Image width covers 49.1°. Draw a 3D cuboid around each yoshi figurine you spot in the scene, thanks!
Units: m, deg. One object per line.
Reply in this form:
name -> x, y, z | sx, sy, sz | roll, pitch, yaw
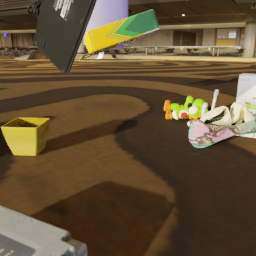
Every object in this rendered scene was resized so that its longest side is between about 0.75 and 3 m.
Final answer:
yoshi figurine -> 1.910, -0.634, 9.019 | 1.377, 0.771, 0.774 | 4, 1, 23

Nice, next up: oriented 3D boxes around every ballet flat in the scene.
ballet flat -> 2.542, -0.165, 7.082 | 2.389, 0.850, 0.826 | -13, 21, -25

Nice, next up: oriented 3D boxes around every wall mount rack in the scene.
wall mount rack -> 3.136, -0.447, 8.098 | 2.612, 0.974, 2.269 | 9, 19, 24

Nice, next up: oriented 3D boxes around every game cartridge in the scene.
game cartridge -> -1.751, 1.566, 2.372 | 1.690, 0.527, 2.537 | 4, 17, 28

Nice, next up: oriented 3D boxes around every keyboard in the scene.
keyboard -> -0.820, -1.819, 3.871 | 1.102, 2.117, 0.419 | 47, 48, 7

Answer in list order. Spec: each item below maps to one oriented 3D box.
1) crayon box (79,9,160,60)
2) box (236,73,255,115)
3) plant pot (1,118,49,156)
crayon box -> -0.528, -3.401, 10.379 | 2.929, 0.755, 1.841 | -23, 13, -9
box -> 4.597, -1.116, 9.562 | 1.582, 1.396, 0.765 | 10, 20, 33
plant pot -> -2.283, 0.207, 6.394 | 0.802, 0.707, 0.802 | 2, 17, 5
